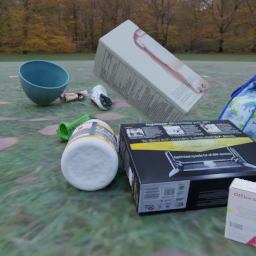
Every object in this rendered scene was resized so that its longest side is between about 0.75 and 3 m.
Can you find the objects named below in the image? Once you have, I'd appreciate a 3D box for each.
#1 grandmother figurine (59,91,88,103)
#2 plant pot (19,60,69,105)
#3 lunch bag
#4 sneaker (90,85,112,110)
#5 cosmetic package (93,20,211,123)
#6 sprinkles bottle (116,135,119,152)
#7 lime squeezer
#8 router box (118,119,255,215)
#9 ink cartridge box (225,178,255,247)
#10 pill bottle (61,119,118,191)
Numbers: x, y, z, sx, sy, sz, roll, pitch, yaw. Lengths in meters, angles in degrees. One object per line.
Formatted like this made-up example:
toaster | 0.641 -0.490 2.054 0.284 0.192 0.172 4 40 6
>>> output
grandmother figurine | -2.417 -1.476 12.972 0.877 0.438 1.447 22 28 31
plant pot | -3.589 -1.749 11.784 1.967 1.325 1.967 14 39 -12
lunch bag | 2.941 -0.329 6.487 1.252 1.473 0.939 35 -3 -34
sneaker | -1.174 -1.172 11.693 0.750 0.744 2.070 -43 26 10
cosmetic package | 0.488 -1.176 6.727 2.532 1.309 1.105 42 62 7
sprinkles bottle | 0.031 0.468 6.414 0.385 0.385 1.128 -13 21 -37
lime squeezer | -1.428 0.057 7.251 0.863 0.461 2.445 -5 -5 -9
router box | 1.155 0.559 5.075 2.438 0.637 1.917 -2 28 -10
ink cartridge box | 1.595 1.100 3.624 0.550 0.758 0.316 10 19 30
pill bottle | -0.699 0.422 5.529 0.995 0.995 1.709 -1 17 -3
